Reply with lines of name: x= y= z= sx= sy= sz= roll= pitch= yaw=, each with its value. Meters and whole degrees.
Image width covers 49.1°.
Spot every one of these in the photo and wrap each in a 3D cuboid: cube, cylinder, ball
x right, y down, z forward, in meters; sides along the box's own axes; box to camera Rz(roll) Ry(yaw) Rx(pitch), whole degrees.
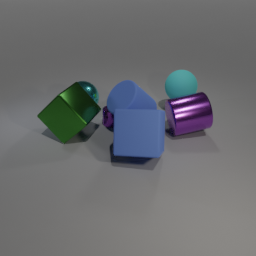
cube: x=0.396 y=0.129 z=8.860 sx=1.400 sy=1.400 sz=1.400 roll=2 pitch=2 yaw=13
cylinder: x=0.151 y=-0.868 z=10.596 sx=1.400 sy=1.400 sz=1.400 roll=34 pitch=0 yaw=-44
cylinder: x=2.241 y=-0.524 z=10.451 sx=1.400 sy=1.400 sz=1.400 roll=-13 pitch=30 yaw=-3
ball: x=2.303 y=-1.816 z=12.169 sx=1.400 sy=1.400 sz=1.400 roll=0 pitch=28 yaw=0
ball: x=-1.968 y=-1.356 z=12.275 sx=1.400 sy=1.400 sz=1.400 roll=0 pitch=28 yaw=0
cylinder: x=-0.679 y=-0.479 z=11.369 sx=0.700 sy=0.700 sz=0.700 roll=1 pitch=29 yaw=-1
cube: x=-2.110 y=-0.569 z=10.238 sx=1.400 sy=1.400 sz=1.400 roll=-36 pitch=12 yaw=31
